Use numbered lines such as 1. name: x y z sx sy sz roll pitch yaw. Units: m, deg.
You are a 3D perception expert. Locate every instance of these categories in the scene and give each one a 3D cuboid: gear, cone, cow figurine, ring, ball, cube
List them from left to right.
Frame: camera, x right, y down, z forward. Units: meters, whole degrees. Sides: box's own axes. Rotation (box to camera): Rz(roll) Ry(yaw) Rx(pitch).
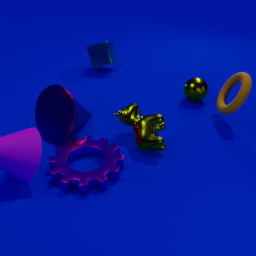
1. cone: -2.421 0.453 5.306 1.128 1.124 1.124 13 21 -41
2. cone: -1.386 -0.353 7.211 1.381 1.381 1.386 24 14 31
3. gear: -0.881 0.746 5.972 1.546 0.286 1.546 0 35 0
4. cube: -0.908 -2.657 10.116 0.786 0.786 0.786 -9 15 18
5. cow figurine: 0.265 0.000 6.552 1.214 0.677 1.233 -3 62 13
6. ball: 2.016 -1.142 8.318 0.741 0.741 0.741 0 35 0
7. ring: 2.713 -0.891 7.214 0.234 1.172 1.172 24 33 -12
